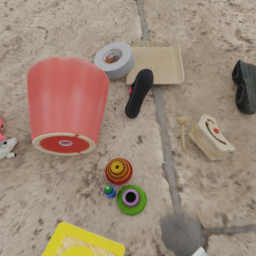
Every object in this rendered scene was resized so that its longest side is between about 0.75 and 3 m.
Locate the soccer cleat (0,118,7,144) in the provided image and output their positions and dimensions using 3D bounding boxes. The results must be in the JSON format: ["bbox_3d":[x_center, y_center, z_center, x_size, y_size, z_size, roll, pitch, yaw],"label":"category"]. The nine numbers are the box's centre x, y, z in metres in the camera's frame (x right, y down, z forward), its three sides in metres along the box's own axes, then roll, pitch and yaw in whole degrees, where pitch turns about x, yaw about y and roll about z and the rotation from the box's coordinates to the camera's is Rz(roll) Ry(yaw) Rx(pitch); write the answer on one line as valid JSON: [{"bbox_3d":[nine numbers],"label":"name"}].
[{"bbox_3d":[-5.165,-0.241,10.691,0.783,0.730,2.140,-10,57,-23],"label":"soccer cleat"}]

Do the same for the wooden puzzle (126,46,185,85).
[{"bbox_3d":[1.147,-2.691,12.384,2.433,0.563,2.254,-3,56,4],"label":"wooden puzzle"}]

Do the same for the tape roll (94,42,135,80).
[{"bbox_3d":[-0.583,-2.943,12.224,1.718,0.568,1.718,-10,55,15],"label":"tape roll"}]

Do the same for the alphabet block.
[{"bbox_3d":[-1.235,3.815,7.053,1.862,1.906,1.872,16,50,10],"label":"alphabet block"}]

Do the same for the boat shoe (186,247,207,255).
[{"bbox_3d":[1.298,4.510,7.286,0.947,1.088,2.952,35,67,14],"label":"boat shoe"}]

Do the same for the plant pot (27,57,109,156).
[{"bbox_3d":[-2.112,-0.578,9.750,2.934,2.934,2.596,-2,65,-1],"label":"plant pot"}]

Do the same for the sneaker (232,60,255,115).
[{"bbox_3d":[5.087,-1.699,11.447,1.256,1.051,2.767,9,58,-1],"label":"sneaker"}]

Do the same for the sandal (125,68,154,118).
[{"bbox_3d":[0.366,-1.440,11.266,0.507,0.844,2.249,4,65,54],"label":"sandal"}]

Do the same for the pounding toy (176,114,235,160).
[{"bbox_3d":[2.758,0.355,10.332,1.217,1.221,2.128,-20,64,-46],"label":"pounding toy"}]

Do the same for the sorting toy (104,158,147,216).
[{"bbox_3d":[-0.206,1.845,9.036,1.196,0.817,1.990,-26,65,-6],"label":"sorting toy"}]

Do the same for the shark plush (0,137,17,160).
[{"bbox_3d":[-4.725,0.919,10.146,1.597,0.726,0.665,-36,40,1],"label":"shark plush"}]

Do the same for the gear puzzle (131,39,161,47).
[{"bbox_3d":[1.069,-3.748,13.268,1.903,0.249,0.986,5,54,0],"label":"gear puzzle"}]
